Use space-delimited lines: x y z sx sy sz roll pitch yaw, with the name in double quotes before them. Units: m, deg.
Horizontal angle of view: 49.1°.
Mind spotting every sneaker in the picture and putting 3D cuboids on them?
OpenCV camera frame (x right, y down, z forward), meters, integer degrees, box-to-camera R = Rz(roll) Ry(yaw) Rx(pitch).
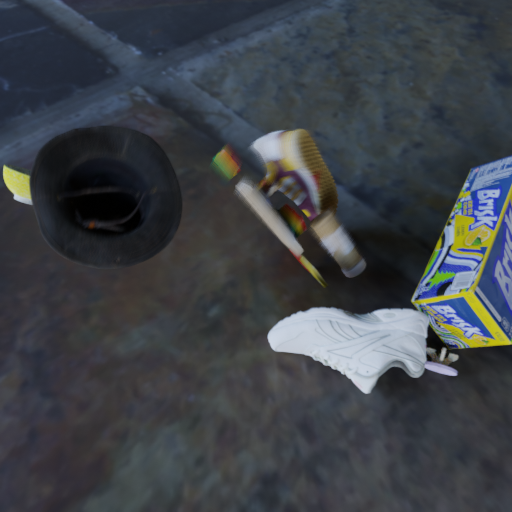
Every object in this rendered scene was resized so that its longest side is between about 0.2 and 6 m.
"sneaker" 0.860 -1.557 11.632 1.120 2.486 0.932 3 47 35
"sneaker" 1.625 1.675 9.835 2.868 1.117 1.425 -3 69 9

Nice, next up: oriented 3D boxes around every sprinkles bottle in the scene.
"sprinkles bottle" 1.632 -0.223 11.099 0.476 1.396 0.476 -32 21 14

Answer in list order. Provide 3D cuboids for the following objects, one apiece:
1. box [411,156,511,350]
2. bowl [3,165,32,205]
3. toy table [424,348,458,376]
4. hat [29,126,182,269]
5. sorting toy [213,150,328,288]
"box" 4.513 -0.177 10.835 1.421 1.304 4.057 48 55 -18
"bowl" -5.118 -1.540 12.626 1.240 1.240 0.667 23 97 18
"toy table" 3.312 1.885 10.035 0.599 0.550 0.351 18 69 5
"hat" -2.718 -0.951 10.348 2.851 1.150 2.851 4 69 -12
"sorting toy" 0.432 -0.785 10.644 0.534 3.157 1.522 -40 14 1
